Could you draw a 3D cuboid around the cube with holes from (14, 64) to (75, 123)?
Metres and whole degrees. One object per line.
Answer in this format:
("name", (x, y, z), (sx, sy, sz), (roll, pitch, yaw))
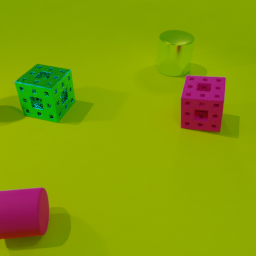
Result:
("cube with holes", (-2.529, -1.107, 8.766), (1.220, 1.220, 1.220), (12, 41, 13))

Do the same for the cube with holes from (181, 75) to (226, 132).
("cube with holes", (2.202, -0.733, 8.226), (1.135, 1.135, 1.135), (6, 45, 17))

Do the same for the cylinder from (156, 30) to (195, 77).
("cylinder", (1.807, -2.887, 10.807), (1.327, 1.327, 1.327), (1, 41, 0))

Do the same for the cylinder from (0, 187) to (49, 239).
("cylinder", (-2.144, 1.698, 5.611), (0.933, 0.933, 0.933), (-4, 40, -4))
